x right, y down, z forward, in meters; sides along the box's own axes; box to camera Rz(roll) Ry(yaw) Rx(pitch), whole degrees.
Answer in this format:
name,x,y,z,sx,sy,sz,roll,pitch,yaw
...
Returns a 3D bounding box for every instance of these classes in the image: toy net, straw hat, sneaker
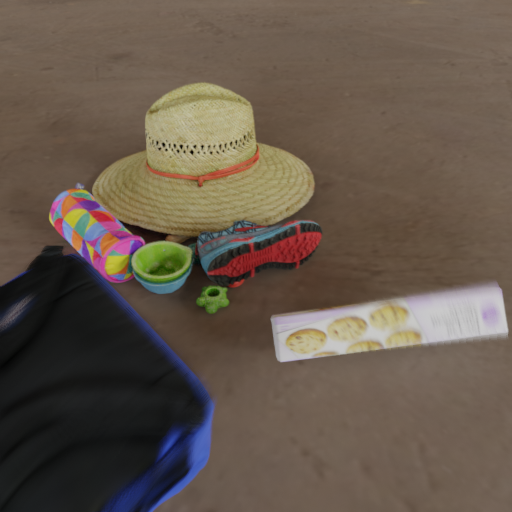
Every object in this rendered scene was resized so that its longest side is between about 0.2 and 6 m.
name,x,y,z,sx,sy,sz,roll,pitch,yaw
toy net,-0.867,-0.342,10.219,1.748,0.644,3.333,10,39,12
straw hat,-1.146,-2.396,11.529,4.770,2.019,4.770,-1,34,1
sneaker,0.050,-0.335,9.809,2.380,0.944,1.137,-13,42,-28

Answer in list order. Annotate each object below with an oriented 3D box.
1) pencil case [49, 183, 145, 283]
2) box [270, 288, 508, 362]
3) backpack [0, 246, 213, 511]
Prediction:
name,x,y,z,sx,sy,sz,roll,pitch,yaw
pencil case,-2.856,-0.429,10.098,1.002,1.002,2.268,-25,46,-29
box,1.845,0.961,7.982,3.253,0.674,0.629,-6,-3,-3
backpack,-2.310,2.106,5.323,2.630,2.716,3.237,37,53,26
